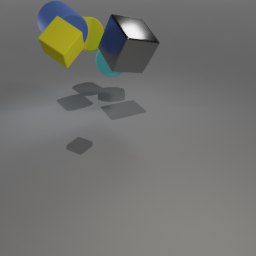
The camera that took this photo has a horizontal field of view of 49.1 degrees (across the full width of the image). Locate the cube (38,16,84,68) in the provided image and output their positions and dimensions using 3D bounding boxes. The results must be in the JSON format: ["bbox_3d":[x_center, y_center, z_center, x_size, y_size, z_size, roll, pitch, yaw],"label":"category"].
[{"bbox_3d":[-1.514,-1.965,6.464,0.700,0.700,0.700,34,77,2],"label":"cube"}]

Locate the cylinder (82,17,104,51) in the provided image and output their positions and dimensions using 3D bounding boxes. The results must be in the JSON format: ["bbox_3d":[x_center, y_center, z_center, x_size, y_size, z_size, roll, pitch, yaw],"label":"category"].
[{"bbox_3d":[-1.996,-4.206,12.473,1.400,1.400,1.400,-19,29,-31],"label":"cylinder"}]

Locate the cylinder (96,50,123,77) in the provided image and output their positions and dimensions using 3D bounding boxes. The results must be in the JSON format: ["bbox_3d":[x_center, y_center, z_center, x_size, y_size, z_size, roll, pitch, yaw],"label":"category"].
[{"bbox_3d":[-0.723,-3.174,12.715,1.400,1.400,1.400,-1,24,-2],"label":"cylinder"}]

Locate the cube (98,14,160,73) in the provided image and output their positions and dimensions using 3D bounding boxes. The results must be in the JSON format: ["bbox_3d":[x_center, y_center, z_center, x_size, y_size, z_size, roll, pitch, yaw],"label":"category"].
[{"bbox_3d":[-0.011,-2.956,9.985,1.400,1.400,1.400,-5,54,-35],"label":"cube"}]

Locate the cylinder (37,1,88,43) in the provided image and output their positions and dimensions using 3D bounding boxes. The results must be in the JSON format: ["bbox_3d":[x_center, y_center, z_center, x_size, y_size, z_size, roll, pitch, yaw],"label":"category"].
[{"bbox_3d":[-2.384,-3.712,10.238,1.400,1.400,1.400,-19,48,-31],"label":"cylinder"}]
